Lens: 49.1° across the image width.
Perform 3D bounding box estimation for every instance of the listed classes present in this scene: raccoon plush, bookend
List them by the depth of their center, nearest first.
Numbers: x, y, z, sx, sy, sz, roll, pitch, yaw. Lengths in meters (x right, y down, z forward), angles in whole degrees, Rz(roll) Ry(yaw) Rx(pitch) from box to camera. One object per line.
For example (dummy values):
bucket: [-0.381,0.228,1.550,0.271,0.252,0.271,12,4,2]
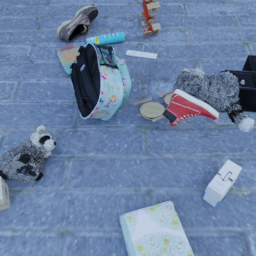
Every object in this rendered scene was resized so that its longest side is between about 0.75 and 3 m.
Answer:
raccoon plush: [2.597,-1.041,8.724,1.784,1.288,2.662,1,33,-22]
raccoon plush: [-3.944,0.787,9.976,2.809,1.359,1.882,4,45,3]
bookend: [5.251,-2.133,12.139,2.782,1.290,2.800,6,52,5]

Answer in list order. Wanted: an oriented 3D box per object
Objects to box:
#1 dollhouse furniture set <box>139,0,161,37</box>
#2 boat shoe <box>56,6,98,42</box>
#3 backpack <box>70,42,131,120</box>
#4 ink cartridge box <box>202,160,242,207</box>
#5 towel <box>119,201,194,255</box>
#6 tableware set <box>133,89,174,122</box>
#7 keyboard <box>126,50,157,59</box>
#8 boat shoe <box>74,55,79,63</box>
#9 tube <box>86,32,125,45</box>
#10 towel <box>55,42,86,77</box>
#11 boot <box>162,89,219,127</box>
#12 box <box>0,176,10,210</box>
dollhouse furniture set: [1.039,-5.863,14.807,0.957,1.858,1.838,-14,85,-8]
boat shoe: [-2.526,-5.454,14.988,1.033,1.050,2.819,39,70,15]
backpack: [-1.096,-1.646,11.077,2.021,2.383,2.684,9,53,-31]
ink cartridge box: [3.119,1.834,9.293,0.555,0.961,1.316,34,58,25]
towel: [0.837,3.384,8.419,1.799,0.506,2.101,-11,53,-12]
tableware set: [1.525,-0.840,11.700,2.256,0.452,1.491,-22,44,-23]
keyboard: [0.683,-3.706,14.109,1.546,0.082,0.435,10,53,7]
boat shoe: [-1.915,-2.536,12.761,0.649,0.548,1.821,-28,69,-21]
tube: [-1.178,-4.619,14.614,2.003,0.505,0.776,-10,41,-2]
towel: [-2.539,-3.437,13.805,1.631,0.241,2.223,-20,55,-16]
boot: [1.674,-0.322,7.608,1.364,0.494,0.984,28,90,11]
box: [-4.923,2.349,9.034,1.902,0.740,0.903,-15,54,-11]
